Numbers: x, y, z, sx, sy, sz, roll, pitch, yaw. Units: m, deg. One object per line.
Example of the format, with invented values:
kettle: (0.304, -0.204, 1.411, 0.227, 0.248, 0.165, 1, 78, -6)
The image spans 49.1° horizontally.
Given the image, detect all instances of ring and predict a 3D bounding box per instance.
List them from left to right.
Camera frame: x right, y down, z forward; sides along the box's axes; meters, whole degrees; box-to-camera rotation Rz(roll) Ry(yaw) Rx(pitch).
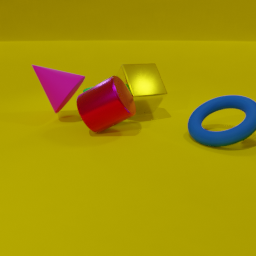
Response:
ring: (2.658, -0.242, 7.846, 2.003, 0.401, 2.003, -20, 33, 13)

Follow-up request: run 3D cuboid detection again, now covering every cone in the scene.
cone: (-2.604, -1.624, 9.532, 1.635, 1.628, 1.628, 38, 19, -8)

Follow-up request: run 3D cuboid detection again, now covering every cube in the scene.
cube: (0.356, -1.327, 9.846, 1.329, 1.329, 1.329, -8, -24, -25)

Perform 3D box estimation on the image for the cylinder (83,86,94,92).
cylinder: (-0.957, -0.903, 9.506, 0.973, 0.973, 0.973, -10, 17, 3)

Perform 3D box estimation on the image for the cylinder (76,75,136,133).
cylinder: (-0.625, -0.684, 8.252, 1.292, 1.292, 1.292, -26, 12, 19)
